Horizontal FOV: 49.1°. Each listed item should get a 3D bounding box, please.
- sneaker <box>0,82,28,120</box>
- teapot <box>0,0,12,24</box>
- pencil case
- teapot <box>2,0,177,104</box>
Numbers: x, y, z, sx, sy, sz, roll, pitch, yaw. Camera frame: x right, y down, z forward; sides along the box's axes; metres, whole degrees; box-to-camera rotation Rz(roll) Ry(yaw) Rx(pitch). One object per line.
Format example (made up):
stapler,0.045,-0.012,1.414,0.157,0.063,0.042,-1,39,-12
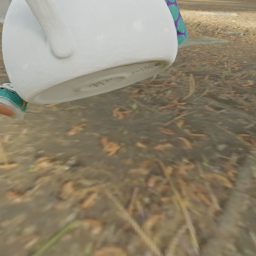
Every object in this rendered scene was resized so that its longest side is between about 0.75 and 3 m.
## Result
sneaker,-1.970,-0.536,4.678,0.568,0.636,1.592,16,-7,-15
teapot,-2.732,-3.458,6.426,2.001,1.975,1.462,4,51,41
pencil case,0.762,-2.229,5.602,0.581,1.257,0.535,-16,38,20
teapot,-0.581,-1.380,3.597,2.340,1.731,2.371,-17,3,-35
